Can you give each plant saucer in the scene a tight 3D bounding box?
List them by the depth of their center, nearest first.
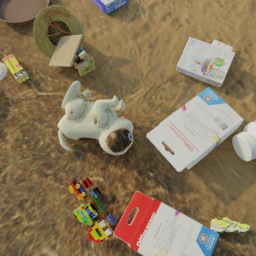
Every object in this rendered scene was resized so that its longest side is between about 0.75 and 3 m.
[{"bbox_3d":[-4.652,-5.417,12.218,2.567,0.442,2.567,0,66,0],"label":"plant saucer"}]

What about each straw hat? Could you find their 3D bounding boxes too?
[{"bbox_3d":[-2.731,-3.759,11.090,2.053,2.053,0.869,-18,27,-8],"label":"straw hat"}]

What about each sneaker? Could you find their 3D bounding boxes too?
[{"bbox_3d":[3.066,2.904,8.375,1.175,0.443,0.449,2,66,-1],"label":"sneaker"}]

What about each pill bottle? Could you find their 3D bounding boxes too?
[{"bbox_3d":[4.635,0.224,9.178,2.217,1.245,1.245,-24,68,-10],"label":"pill bottle"}]

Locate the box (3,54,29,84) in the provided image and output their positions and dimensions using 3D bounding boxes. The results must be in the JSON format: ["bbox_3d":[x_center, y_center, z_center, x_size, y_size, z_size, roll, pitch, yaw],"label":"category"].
[{"bbox_3d":[-4.341,-2.299,10.844,0.456,0.304,1.212,-34,70,-14],"label":"box"}]

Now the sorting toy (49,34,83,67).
[{"bbox_3d":[-2.309,-2.879,10.537,1.413,0.258,1.308,10,76,41],"label":"sorting toy"}]

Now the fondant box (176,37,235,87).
[{"bbox_3d":[2.926,-2.503,10.657,1.808,0.527,1.304,23,83,11],"label":"fondant box"}]

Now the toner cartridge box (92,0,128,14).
[{"bbox_3d":[-1.233,-6.267,12.539,1.203,0.547,2.532,-35,70,-15],"label":"toner cartridge box"}]

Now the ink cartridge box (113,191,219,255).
[{"bbox_3d":[1.038,3.100,8.038,2.584,0.869,1.501,27,68,12],"label":"ink cartridge box"}]

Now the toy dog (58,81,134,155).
[{"bbox_3d":[-0.949,-0.070,9.102,2.451,1.710,2.377,28,80,11],"label":"toy dog"}]

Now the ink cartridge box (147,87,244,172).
[{"bbox_3d":[2.149,0.158,9.338,2.863,0.971,1.648,-36,70,-15],"label":"ink cartridge box"}]

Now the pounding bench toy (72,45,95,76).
[{"bbox_3d":[-1.804,-2.705,10.597,0.681,1.096,0.855,-34,70,-14],"label":"pounding bench toy"}]

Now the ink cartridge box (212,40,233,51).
[{"bbox_3d":[3.663,-3.072,11.177,0.807,0.339,0.587,28,69,11],"label":"ink cartridge box"}]

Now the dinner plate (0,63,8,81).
[{"bbox_3d":[-5.208,-2.196,10.913,0.975,0.118,0.975,0,66,-1],"label":"dinner plate"}]

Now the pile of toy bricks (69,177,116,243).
[{"bbox_3d":[-1.240,2.480,8.427,0.940,1.056,1.904,-36,85,14],"label":"pile of toy bricks"}]
